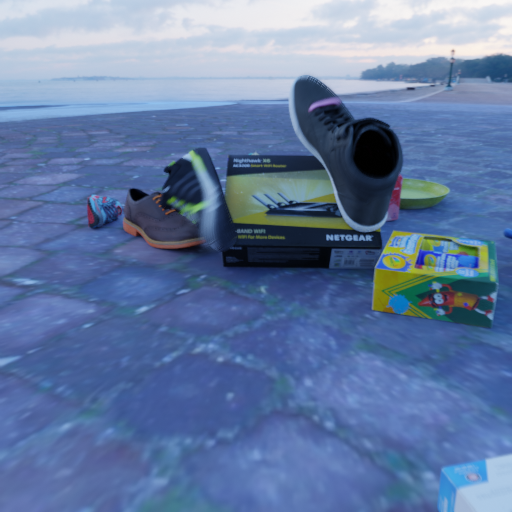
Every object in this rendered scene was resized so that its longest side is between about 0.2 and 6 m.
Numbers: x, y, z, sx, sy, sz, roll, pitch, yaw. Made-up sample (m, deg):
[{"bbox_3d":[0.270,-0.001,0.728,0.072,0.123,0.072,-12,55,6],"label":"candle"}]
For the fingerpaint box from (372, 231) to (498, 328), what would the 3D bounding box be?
[{"bbox_3d":[2.707,0.253,8.408,1.613,0.709,1.934,7,21,20],"label":"fingerpaint box"}]

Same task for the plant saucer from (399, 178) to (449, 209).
[{"bbox_3d":[3.606,-1.563,14.090,2.362,0.367,2.362,1,19,0],"label":"plant saucer"}]

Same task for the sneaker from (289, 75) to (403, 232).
[{"bbox_3d":[1.457,-2.026,8.979,1.085,3.069,1.522,-18,-20,-12],"label":"sneaker"}]

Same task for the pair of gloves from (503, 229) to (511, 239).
[{"bbox_3d":[5.178,-0.161,9.133,2.074,0.236,1.667,17,4,35],"label":"pair of gloves"}]

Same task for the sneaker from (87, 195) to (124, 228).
[{"bbox_3d":[-3.279,-1.039,12.225,0.753,0.626,1.577,-2,20,-12],"label":"sneaker"}]

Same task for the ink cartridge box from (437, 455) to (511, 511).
[{"bbox_3d":[1.897,1.954,3.988,0.744,0.429,1.026,-4,20,-12],"label":"ink cartridge box"}]

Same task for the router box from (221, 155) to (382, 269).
[{"bbox_3d":[0.766,-0.815,9.902,2.674,0.698,2.102,0,54,1],"label":"router box"}]

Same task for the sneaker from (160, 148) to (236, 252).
[{"bbox_3d":[-1.026,-0.833,9.194,1.027,0.889,2.480,-20,41,2],"label":"sneaker"}]

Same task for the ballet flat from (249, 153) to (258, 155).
[{"bbox_3d":[0.034,-1.934,13.210,0.619,0.668,1.895,35,0,3],"label":"ballet flat"}]

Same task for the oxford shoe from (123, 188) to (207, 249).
[{"bbox_3d":[-1.839,-0.753,10.931,2.541,0.922,0.904,18,26,41],"label":"oxford shoe"}]

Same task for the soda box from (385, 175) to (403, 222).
[{"bbox_3d":[1.569,-1.195,11.881,3.110,1.089,0.986,-10,27,-24],"label":"soda box"}]
